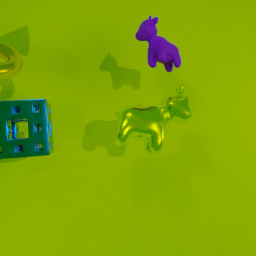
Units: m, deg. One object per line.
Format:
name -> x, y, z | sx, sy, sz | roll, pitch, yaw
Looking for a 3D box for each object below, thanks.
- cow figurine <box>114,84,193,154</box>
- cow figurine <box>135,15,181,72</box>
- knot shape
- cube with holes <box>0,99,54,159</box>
cow figurine -> 0.508, -0.243, 5.617 | 1.510, 0.829, 1.486 | 15, 80, -6
cow figurine -> 0.647, -1.766, 5.878 | 1.039, 0.570, 1.022 | 7, 72, -36
knot shape -> -2.860, -1.011, 5.042 | 1.936, 1.812, 0.895 | -35, 115, -14
cube with holes -> -1.414, 0.022, 3.774 | 0.709, 0.709, 0.709 | -4, 89, -11
